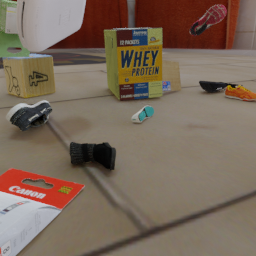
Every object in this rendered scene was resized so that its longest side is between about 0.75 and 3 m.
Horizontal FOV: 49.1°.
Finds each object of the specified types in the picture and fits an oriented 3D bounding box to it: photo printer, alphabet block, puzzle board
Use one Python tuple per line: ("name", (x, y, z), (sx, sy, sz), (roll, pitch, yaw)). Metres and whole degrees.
("photo printer", (-2.058, -3.149, 7.547), (0.757, 1.815, 2.181), (35, 50, 8))
("alphabet block", (-4.528, -2.455, 12.904), (1.676, 1.716, 1.685), (17, 26, 39))
("puzzle board", (1.936, -2.405, 12.982), (0.159, 1.379, 1.830), (-2, 6, 39))

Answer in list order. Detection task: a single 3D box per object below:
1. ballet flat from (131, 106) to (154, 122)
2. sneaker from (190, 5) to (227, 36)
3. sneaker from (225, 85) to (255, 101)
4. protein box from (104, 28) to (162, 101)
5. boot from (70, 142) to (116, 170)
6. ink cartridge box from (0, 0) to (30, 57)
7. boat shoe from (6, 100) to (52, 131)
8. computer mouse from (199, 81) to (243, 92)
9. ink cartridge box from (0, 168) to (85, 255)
("ballet flat", (0.467, -0.461, 9.315), (0.424, 0.424, 1.222), (10, 22, 25))
("sneaker", (2.211, -3.038, 7.865), (1.125, 0.454, 0.420), (-31, 13, 16))
("sneaker", (4.864, -1.493, 11.878), (1.548, 0.597, 0.565), (17, 24, 36))
("protein box", (0.176, -3.008, 12.663), (1.940, 2.854, 2.875), (-7, 20, -12))
("boot", (-0.786, 0.602, 6.038), (0.913, 0.459, 1.221), (1, 8, -17))
("ink cartridge box", (-3.079, -2.726, 7.955), (0.375, 1.564, 1.138), (28, 27, 27))
("boat shoe", (-2.813, -0.327, 8.484), (0.663, 0.831, 2.198), (44, 17, 1))
("computer mouse", (4.437, -1.904, 13.306), (2.141, 0.493, 1.503), (-6, 19, -42))
("ink cartridge box", (-2.040, 1.117, 4.484), (1.867, 0.577, 2.302), (8, 23, 21))
